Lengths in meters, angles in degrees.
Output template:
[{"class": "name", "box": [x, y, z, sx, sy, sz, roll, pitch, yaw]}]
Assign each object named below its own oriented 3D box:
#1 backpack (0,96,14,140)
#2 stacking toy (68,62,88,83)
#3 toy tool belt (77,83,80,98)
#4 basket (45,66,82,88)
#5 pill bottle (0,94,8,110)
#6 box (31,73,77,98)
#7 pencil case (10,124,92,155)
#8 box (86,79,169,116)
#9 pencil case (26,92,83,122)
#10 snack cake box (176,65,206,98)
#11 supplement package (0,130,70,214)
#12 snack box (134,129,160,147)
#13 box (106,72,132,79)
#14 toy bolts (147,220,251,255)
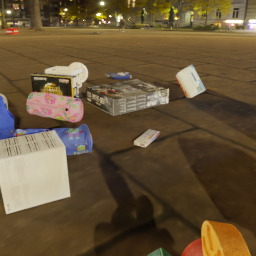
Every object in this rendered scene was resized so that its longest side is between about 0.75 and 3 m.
[{"class": "backpack", "box": [-4.433, -0.161, 7.125, 1.868, 1.929, 2.299, 31, 39, 26]}, {"class": "stacking toy", "box": [-2.920, -2.988, 15.687, 1.141, 1.141, 1.562, -7, 5, -17]}, {"class": "toy tool belt", "box": [-2.608, -1.863, 12.925, 0.764, 0.752, 1.223, -4, 23, -9]}, {"class": "basket", "box": [-3.223, -2.529, 14.217, 1.597, 0.985, 1.083, 8, 24, 21]}, {"class": "pill bottle", "box": [-4.730, -0.590, 9.547, 1.032, 1.032, 1.839, -2, 22, -5]}, {"class": "box", "box": [-2.842, -1.363, 10.885, 1.774, 1.417, 0.438, 7, 24, 15]}, {"class": "pencil case", "box": [-2.016, 0.360, 7.531, 2.075, 0.810, 0.901, -5, 40, -15]}, {"class": "box", "box": [-0.025, -1.385, 11.847, 2.801, 0.697, 2.209, -15, 27, -32]}, {"class": "pencil case", "box": [-2.648, -0.772, 10.125, 2.129, 0.931, 0.931, 12, 26, 25]}, {"class": "snack cake box", "box": [2.512, -1.860, 11.469, 0.645, 1.104, 1.920, -30, 3, 9]}, {"class": "supplement package", "box": [-1.994, 0.857, 5.830, 1.284, 1.228, 0.944, -11, 25, -24]}, {"class": "snack box", "box": [0.596, 0.301, 8.584, 0.374, 0.127, 1.041, 13, 26, 28]}, {"class": "box", "box": [-0.573, -3.062, 16.450, 1.430, 0.232, 0.866, -4, 23, -13]}, {"class": "toy bolts", "box": [0.413, 1.858, 3.052, 1.403, 1.932, 2.022, -7, 5, 0]}]
